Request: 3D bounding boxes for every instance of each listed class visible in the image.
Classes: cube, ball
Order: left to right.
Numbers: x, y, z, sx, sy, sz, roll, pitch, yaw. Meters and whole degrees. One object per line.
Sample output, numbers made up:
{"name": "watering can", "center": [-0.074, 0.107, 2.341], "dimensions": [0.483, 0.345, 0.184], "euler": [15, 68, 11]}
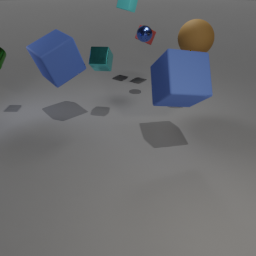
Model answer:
{"name": "cube", "center": [-2.705, -2.662, 10.652], "dimensions": [1.400, 1.400, 1.400], "euler": [-38, 47, -16]}
{"name": "cube", "center": [-1.008, -2.600, 10.581], "dimensions": [0.700, 0.700, 0.700], "euler": [4, -10, 13]}
{"name": "cube", "center": [-0.030, -6.007, 13.397], "dimensions": [0.700, 0.700, 0.700], "euler": [25, 23, 22]}
{"name": "ball", "center": [0.727, -4.141, 12.332], "dimensions": [0.700, 0.700, 0.700], "euler": [0, 28, 0]}
{"name": "cube", "center": [0.900, -4.762, 14.342], "dimensions": [0.700, 0.700, 0.700], "euler": [31, 18, 22]}
{"name": "cube", "center": [1.635, -1.513, 8.856], "dimensions": [1.400, 1.400, 1.400], "euler": [1, -10, -18]}
{"name": "ball", "center": [2.662, -3.529, 10.986], "dimensions": [1.400, 1.400, 1.400], "euler": [0, 28, 0]}

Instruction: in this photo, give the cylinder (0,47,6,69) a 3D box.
{"name": "cylinder", "center": [-5.196, -2.719, 10.905], "dimensions": [0.700, 0.700, 0.700], "euler": [2, 57, 3]}
